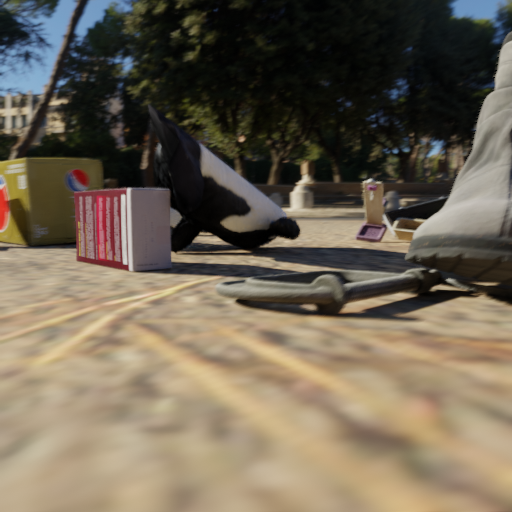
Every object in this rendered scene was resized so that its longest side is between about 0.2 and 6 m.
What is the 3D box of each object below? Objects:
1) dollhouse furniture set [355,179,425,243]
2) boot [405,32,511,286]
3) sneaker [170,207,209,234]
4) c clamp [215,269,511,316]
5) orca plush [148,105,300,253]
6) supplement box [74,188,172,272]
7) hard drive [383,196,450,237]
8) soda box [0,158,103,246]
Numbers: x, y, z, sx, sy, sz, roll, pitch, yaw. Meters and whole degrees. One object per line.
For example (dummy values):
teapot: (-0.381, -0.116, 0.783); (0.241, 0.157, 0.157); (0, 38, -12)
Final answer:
dollhouse furniture set: (2.940, -1.065, 11.124); (1.705, 1.210, 1.351); (9, 37, 26)
boot: (2.102, -0.900, 4.684); (1.138, 2.148, 3.262); (14, 8, 17)
sneaker: (-1.297, -0.996, 14.412); (2.538, 0.960, 1.112); (-3, 6, -25)
c clamp: (0.714, 0.199, 4.095); (1.865, 0.253, 1.593); (-3, 6, -41)
orca plush: (-0.656, -0.501, 8.069); (2.280, 1.540, 4.333); (38, 5, 2)
supplement box: (-1.602, -0.327, 6.556); (0.502, 0.897, 1.648); (-4, 7, -38)
hard drive: (3.758, -0.850, 12.460); (1.723, 0.541, 2.555); (-14, -4, 17)
soda box: (-5.028, -1.147, 11.940); (1.508, 1.596, 4.712); (-8, 9, -42)
